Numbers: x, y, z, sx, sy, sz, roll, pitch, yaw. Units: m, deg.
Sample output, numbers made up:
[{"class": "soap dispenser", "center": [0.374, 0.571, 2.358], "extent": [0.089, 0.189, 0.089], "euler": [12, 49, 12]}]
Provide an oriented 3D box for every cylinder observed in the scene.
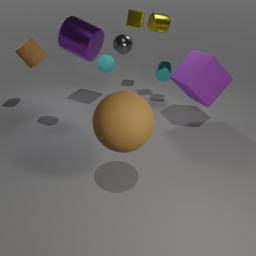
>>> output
[{"class": "cylinder", "center": [1.652, -2.583, 12.793], "extent": [0.700, 0.700, 0.700], "euler": [6, 42, 10]}, {"class": "cylinder", "center": [-3.114, -2.414, 8.991], "extent": [0.700, 0.700, 0.700], "euler": [-28, 31, 19]}, {"class": "cylinder", "center": [1.255, -4.270, 11.423], "extent": [0.700, 0.700, 0.700], "euler": [0, 28, -21]}, {"class": "cylinder", "center": [-1.908, -3.655, 11.514], "extent": [1.400, 1.400, 1.400], "euler": [28, 35, 8]}]

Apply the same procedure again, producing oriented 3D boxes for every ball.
[{"class": "ball", "center": [-0.104, -0.138, 6.383], "extent": [1.400, 1.400, 1.400], "euler": [0, 29, 0]}, {"class": "ball", "center": [-0.866, -2.526, 11.047], "extent": [0.700, 0.700, 0.700], "euler": [0, 29, 0]}, {"class": "ball", "center": [-0.180, -2.998, 10.044], "extent": [0.700, 0.700, 0.700], "euler": [0, 29, 0]}]

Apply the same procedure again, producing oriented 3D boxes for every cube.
[{"class": "cube", "center": [0.364, -4.944, 12.714], "extent": [0.700, 0.700, 0.700], "euler": [12, 21, 6]}, {"class": "cube", "center": [2.759, -1.890, 10.652], "extent": [1.400, 1.400, 1.400], "euler": [37, 6, -30]}]
